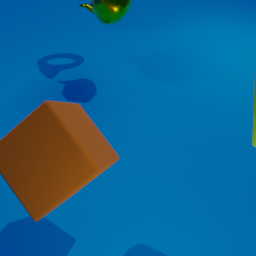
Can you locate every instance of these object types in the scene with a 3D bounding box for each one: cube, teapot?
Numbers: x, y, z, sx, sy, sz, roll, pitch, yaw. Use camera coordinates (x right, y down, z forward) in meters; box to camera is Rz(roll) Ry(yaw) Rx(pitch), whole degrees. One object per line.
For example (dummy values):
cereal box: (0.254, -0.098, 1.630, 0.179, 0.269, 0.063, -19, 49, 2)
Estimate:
cube: (-1.079, 0.435, 4.383, 1.225, 1.225, 1.225, -38, 85, 10)
teapot: (-0.590, -3.633, 7.978, 2.018, 0.988, 1.255, -3, 66, 45)

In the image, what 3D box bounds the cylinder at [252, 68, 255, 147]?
cylinder: (2.102, -0.260, 3.399, 1.053, 1.053, 1.053, 3, 46, 24)
